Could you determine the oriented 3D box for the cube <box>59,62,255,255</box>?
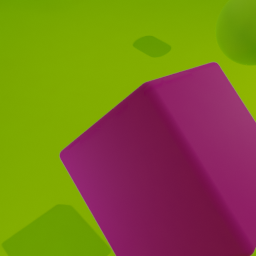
[{"bbox_3d":[0.442,0.348,2.748,1.345,1.345,1.345,-26,83,-49],"label":"cube"}]

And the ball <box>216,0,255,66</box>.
[{"bbox_3d":[1.998,-1.587,4.417,1.178,1.178,1.178,0,54,0],"label":"ball"}]
